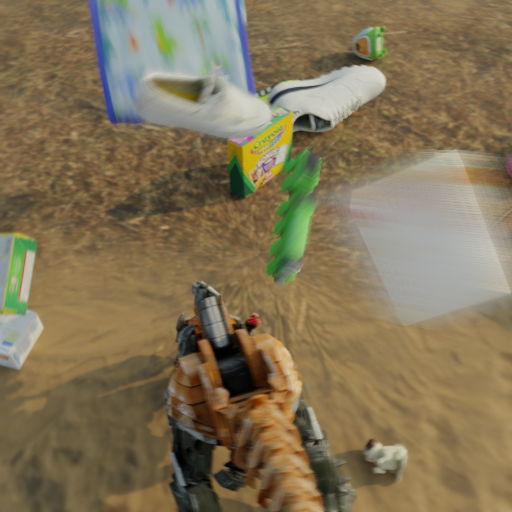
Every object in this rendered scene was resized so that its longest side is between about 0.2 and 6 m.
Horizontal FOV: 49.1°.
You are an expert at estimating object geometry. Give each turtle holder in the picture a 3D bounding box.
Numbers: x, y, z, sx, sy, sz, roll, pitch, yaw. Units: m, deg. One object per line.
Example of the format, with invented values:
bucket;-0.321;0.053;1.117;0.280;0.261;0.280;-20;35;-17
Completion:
turtle holder;2.862;-5.405;14.120;0.745;0.797;1.049;2;56;21

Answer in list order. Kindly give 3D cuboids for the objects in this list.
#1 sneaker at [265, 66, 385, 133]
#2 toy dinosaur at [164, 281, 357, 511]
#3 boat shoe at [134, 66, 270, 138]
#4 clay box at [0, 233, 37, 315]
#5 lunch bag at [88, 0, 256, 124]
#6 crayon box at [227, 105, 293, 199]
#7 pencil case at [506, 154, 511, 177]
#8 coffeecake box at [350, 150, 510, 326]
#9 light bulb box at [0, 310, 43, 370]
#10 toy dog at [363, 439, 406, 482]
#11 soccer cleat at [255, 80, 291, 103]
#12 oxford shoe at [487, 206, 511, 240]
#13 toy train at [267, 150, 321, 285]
sneaker;1.643;-3.316;12.327;2.781;1.062;1.119;-19;62;-9
toy dinosaur;-0.292;1.906;6.213;2.377;3.158;4.653;-11;7;9
boat shoe;-0.628;-2.210;7.731;1.979;0.844;0.731;5;65;-21
clay box;-3.531;0.247;6.967;1.651;0.393;0.949;-2;77;26
lunch bag;-1.358;-3.636;9.260;2.432;1.822;2.860;-9;73;1
crayon box;0.099;-2.023;10.908;0.429;1.271;1.473;33;57;25
pencil case;5.953;-2.153;11.304;1.966;0.860;0.860;-30;56;-25
coffeecake box;1.507;-0.132;4.896;0.959;1.250;0.457;-21;20;20
light bulb box;-3.879;1.228;8.651;0.786;0.495;0.793;12;51;10
toy dog;1.718;2.667;7.517;0.550;0.384;0.533;15;43;14
soccer cleat;0.177;-3.570;12.723;1.755;0.593;0.711;-37;46;-27
oxford shoe;5.062;-0.618;10.109;2.041;0.728;0.727;-17;56;-16
toy train;0.518;-0.532;7.261;0.395;0.534;1.895;22;64;-23
